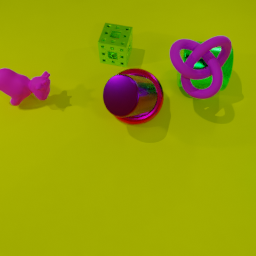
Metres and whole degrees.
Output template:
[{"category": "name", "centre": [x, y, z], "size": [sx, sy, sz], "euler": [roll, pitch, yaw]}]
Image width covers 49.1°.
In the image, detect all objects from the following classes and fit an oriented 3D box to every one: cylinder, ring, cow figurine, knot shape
[{"category": "cylinder", "centre": [0.062, -0.817, 7.115], "size": [1.034, 1.034, 1.034], "euler": [4, 97, 31]}, {"category": "ring", "centre": [0.195, -0.897, 7.916], "size": [1.639, 0.328, 1.639], "euler": [0, 83, 1]}, {"category": "cow figurine", "centre": [-2.925, -1.238, 7.768], "size": [1.465, 1.441, 0.804], "euler": [35, 40, -26]}, {"category": "knot shape", "centre": [1.830, -1.475, 7.014], "size": [1.624, 0.750, 1.519], "euler": [-6, 106, -5]}, {"category": "cylinder", "centre": [2.178, -1.800, 8.103], "size": [1.337, 1.337, 1.337], "euler": [6, 61, 3]}]

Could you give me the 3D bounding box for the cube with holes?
[{"category": "cube with holes", "centre": [-0.377, -2.602, 8.816], "size": [0.879, 0.879, 0.879], "euler": [11, 62, 6]}]
